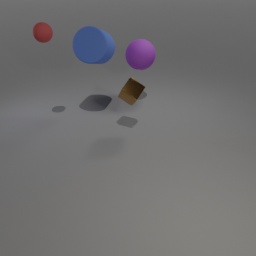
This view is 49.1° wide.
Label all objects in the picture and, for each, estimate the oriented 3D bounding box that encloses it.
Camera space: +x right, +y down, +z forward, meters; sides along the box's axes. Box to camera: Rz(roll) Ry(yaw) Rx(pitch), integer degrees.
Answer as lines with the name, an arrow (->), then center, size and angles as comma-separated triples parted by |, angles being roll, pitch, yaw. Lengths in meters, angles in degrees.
ball -> 0.582, -3.407, 13.040 | 1.400, 1.400, 1.400 | 0, 29, 0
ball -> -3.039, -3.400, 9.980 | 0.700, 0.700, 0.700 | 0, 29, 0
cube -> 0.132, -1.400, 10.862 | 0.700, 0.700, 0.700 | 34, 69, -3
cylinder -> -1.358, -3.326, 11.395 | 1.400, 1.400, 1.400 | 5, 13, 9
